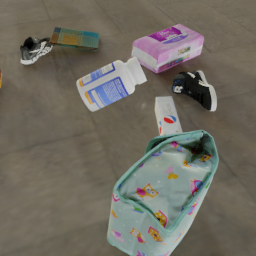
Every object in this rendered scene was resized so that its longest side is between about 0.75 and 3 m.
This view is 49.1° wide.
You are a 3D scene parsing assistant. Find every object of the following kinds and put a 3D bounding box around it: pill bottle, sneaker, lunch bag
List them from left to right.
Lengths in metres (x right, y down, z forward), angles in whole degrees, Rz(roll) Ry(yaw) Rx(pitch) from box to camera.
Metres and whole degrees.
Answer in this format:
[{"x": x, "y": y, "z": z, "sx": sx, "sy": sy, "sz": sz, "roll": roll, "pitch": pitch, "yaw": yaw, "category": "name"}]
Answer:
[{"x": -3.457, "y": -3.143, "z": 10.627, "sx": 0.604, "sy": 0.823, "sz": 1.819, "roll": 17, "pitch": 46, "yaw": 16, "category": "sneaker"}, {"x": -0.319, "y": -0.939, "z": 5.833, "sx": 1.333, "sy": 0.747, "sz": 0.747, "roll": -24, "pitch": 45, "yaw": 6, "category": "pill bottle"}, {"x": 0.715, "y": 1.217, "z": 5.313, "sx": 1.376, "sy": 1.922, "sz": 2.256, "roll": 31, "pitch": 50, "yaw": 20, "category": "lunch bag"}, {"x": 1.946, "y": -1.100, "z": 8.676, "sx": 1.108, "sy": 0.724, "sz": 1.981, "roll": -5, "pitch": 36, "yaw": -1, "category": "sneaker"}]

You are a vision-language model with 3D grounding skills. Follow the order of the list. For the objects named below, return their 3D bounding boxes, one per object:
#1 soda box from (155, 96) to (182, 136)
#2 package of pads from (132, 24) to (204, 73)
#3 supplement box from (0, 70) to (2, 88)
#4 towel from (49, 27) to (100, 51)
[{"x": 1.098, "y": -0.204, "z": 7.795, "sx": 0.497, "sy": 0.531, "sz": 1.560, "roll": -3, "pitch": 44, "yaw": -3, "category": "soda box"}, {"x": 1.462, "y": -2.969, "z": 10.378, "sx": 2.403, "sy": 0.909, "sz": 1.448, "roll": -29, "pitch": 52, "yaw": -26, "category": "package of pads"}, {"x": -4.958, "y": -1.940, "z": 9.036, "sx": 1.312, "sy": 1.294, "sz": 0.871, "roll": -11, "pitch": 45, "yaw": -11, "category": "supplement box"}, {"x": -2.127, "y": -3.620, "z": 11.387, "sx": 1.897, "sy": 0.206, "sz": 1.391, "roll": 6, "pitch": 44, "yaw": -5, "category": "towel"}]
